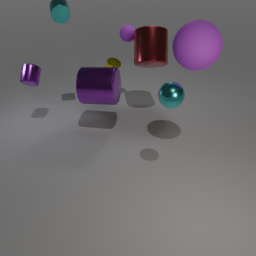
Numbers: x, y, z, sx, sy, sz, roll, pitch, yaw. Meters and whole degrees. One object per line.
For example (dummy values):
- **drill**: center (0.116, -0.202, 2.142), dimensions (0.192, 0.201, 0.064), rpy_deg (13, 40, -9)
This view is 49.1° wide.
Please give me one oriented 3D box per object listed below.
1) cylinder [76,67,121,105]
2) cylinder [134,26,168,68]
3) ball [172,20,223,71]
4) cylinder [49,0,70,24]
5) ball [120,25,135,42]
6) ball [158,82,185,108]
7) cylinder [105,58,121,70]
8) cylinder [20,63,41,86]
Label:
- **cylinder**: center (-1.078, -1.597, 10.606), dimensions (1.400, 1.400, 1.400), rpy_deg (3, 31, 10)
- **cylinder**: center (0.942, -3.293, 11.529), dimensions (1.400, 1.400, 1.400), rpy_deg (0, 3, 0)
- **ball**: center (1.985, -2.362, 8.046), dimensions (1.400, 1.400, 1.400), rpy_deg (0, 31, 0)
- **cylinder**: center (-2.513, -4.326, 10.313), dimensions (0.700, 0.700, 0.700), rpy_deg (-8, 46, -13)
- **ball**: center (-0.010, -4.067, 12.055), dimensions (0.700, 0.700, 0.700), rpy_deg (0, 31, 0)
- **ball**: center (1.141, -0.867, 7.376), dimensions (0.700, 0.700, 0.700), rpy_deg (0, 31, 0)
- **cylinder**: center (-0.756, -2.907, 13.532), dimensions (0.700, 0.700, 0.700), rpy_deg (11, 52, -14)
- **cylinder**: center (-3.776, -2.047, 10.858), dimensions (0.700, 0.700, 0.700), rpy_deg (6, -8, 1)
